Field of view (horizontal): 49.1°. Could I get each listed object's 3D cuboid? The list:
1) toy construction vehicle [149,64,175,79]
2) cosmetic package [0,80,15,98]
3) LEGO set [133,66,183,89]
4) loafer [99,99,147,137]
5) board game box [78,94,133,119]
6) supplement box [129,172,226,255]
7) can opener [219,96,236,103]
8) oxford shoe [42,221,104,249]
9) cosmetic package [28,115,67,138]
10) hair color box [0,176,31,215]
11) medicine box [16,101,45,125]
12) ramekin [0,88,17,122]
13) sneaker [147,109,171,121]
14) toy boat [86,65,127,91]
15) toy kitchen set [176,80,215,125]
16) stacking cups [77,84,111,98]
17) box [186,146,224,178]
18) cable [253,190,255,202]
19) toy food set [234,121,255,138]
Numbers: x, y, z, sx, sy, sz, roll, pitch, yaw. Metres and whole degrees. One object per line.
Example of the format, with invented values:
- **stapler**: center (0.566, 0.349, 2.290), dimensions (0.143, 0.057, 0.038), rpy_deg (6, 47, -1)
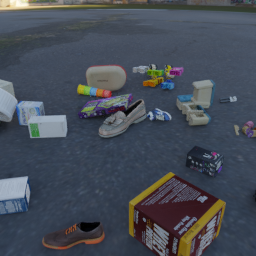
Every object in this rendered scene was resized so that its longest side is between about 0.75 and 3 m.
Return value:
- **toy construction vehicle**: center (1.973, -3.203, 16.298), dimensions (1.486, 0.601, 1.707), rpy_deg (7, 31, -10)
- **cosmetic package**: center (-6.530, -1.131, 11.953), dimensions (1.541, 1.088, 2.977), rpy_deg (15, 32, 25)
- **LEGO set**: center (1.743, -2.709, 14.882), dimensions (2.813, 1.073, 1.154), rpy_deg (14, 28, 35)
- **loafer**: center (-0.211, -0.440, 11.001), dimensions (0.901, 0.788, 2.507), rpy_deg (20, 34, 37)
- **board game box**: center (-0.934, -0.931, 11.828), dimensions (2.115, 0.342, 1.269), rpy_deg (-8, 30, 20)
- **supplement box**: center (1.081, 2.057, 6.334), dimensions (1.540, 1.023, 1.519), rpy_deg (26, 38, 38)
- **can opener**: center (4.722, -1.336, 13.253), dimensions (0.912, 0.240, 0.303), rpy_deg (-9, -5, -18)
- **oxford shoe**: center (-1.239, 2.352, 6.340), dimensions (1.382, 0.501, 0.492), rpy_deg (-6, 30, -11)
- **cosmetic package**: center (-2.969, -0.058, 10.440), dimensions (1.301, 0.700, 0.552), rpy_deg (-2, 29, -2)
- **hair color box**: center (-3.485, 1.811, 7.283), dimensions (1.709, 0.517, 0.855), rpy_deg (-5, 30, -9)
- **medicine box**: center (-3.862, -0.574, 11.177), dimensions (0.948, 0.863, 0.488), rpy_deg (3, 29, 5)
- **ramekin**: center (-5.214, -1.009, 10.936), dimensions (1.720, 1.720, 0.838), rpy_deg (12, 69, 21)
- **sneaker**: center (1.230, -0.428, 11.502), dimensions (0.674, 0.371, 0.921), rpy_deg (-33, 47, -30)
- **toy boat**: center (-1.060, -2.671, 14.282), dimensions (2.028, 1.323, 1.326), rpy_deg (0, 34, 10)
- **toy kitchen set**: center (3.016, -1.349, 11.543), dimensions (1.364, 1.855, 2.315), rpy_deg (-4, 30, -6)
- **stacking cups**: center (-1.624, -1.787, 13.781), dimensions (1.656, 0.501, 0.501), rpy_deg (10, 31, 12)
- **box**: center (2.368, 1.026, 8.680), dimensions (0.984, 0.522, 0.601), rpy_deg (20, 35, 33)
- **cable**: center (4.006, 1.961, 7.142), dimensions (1.310, 0.408, 1.605), rpy_deg (-13, 31, -22)
- **toy food set**: center (4.967, 0.063, 10.660), dimensions (1.657, 0.261, 1.054), rpy_deg (6, 30, 10)
